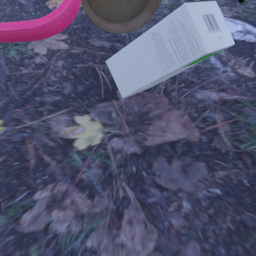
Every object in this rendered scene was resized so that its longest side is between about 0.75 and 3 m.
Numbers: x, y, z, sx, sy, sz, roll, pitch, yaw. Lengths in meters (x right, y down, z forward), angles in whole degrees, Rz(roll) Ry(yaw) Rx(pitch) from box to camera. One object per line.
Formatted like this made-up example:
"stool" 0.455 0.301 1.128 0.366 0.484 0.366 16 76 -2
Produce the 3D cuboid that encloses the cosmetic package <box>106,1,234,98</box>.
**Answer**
"cosmetic package" 0.431 -0.864 3.232 0.689 1.281 0.543 -28 93 -42

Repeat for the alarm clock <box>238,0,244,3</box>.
"alarm clock" 1.692 -2.752 4.971 2.703 0.900 1.823 21 27 30

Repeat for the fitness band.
"fitness band" -1.666 -2.011 4.538 1.920 0.359 1.379 1 68 15

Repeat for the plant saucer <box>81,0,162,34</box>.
"plant saucer" -0.119 -3.437 6.706 2.285 2.285 0.337 -20 45 -17
